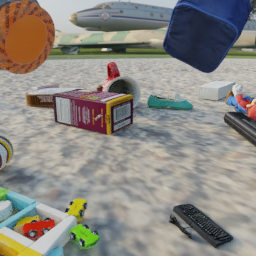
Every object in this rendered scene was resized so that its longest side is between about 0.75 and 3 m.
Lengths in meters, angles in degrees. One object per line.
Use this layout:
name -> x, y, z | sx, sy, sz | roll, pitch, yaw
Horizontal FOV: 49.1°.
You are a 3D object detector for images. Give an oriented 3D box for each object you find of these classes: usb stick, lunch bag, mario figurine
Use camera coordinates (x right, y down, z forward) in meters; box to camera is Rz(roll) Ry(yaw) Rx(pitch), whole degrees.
usb stick -> 3.665, 0.081, 8.249 | 0.814, 0.479, 2.936 | 5, 18, -4
lunch bag -> 1.464, -1.950, 5.150 | 1.193, 1.162, 1.756 | 29, -15, 4
mario figurine -> 4.591, -0.903, 9.988 | 1.503, 1.291, 2.435 | -3, 17, -8

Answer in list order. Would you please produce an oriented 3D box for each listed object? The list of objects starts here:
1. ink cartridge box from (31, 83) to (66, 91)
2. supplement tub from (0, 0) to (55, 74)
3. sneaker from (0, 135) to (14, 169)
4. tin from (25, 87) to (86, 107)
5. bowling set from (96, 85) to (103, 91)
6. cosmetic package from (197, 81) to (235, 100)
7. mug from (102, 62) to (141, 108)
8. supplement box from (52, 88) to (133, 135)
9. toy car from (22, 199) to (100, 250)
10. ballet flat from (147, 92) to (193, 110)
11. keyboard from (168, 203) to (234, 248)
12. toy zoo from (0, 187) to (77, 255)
ink cartridge box -> -4.304, -2.199, 15.187 | 1.219, 0.306, 1.405 | 0, 14, 42
supplement tub -> -2.664, -2.086, 5.147 | 2.543, 1.558, 1.558 | 34, 31, 20
sneaker -> -3.948, 0.541, 5.967 | 2.662, 0.998, 1.200 | -1, 12, 0
tin -> -3.138, -1.399, 12.396 | 2.961, 0.620, 1.658 | 2, 15, 18
bowling set -> -1.403, -1.231, 11.483 | 0.798, 1.035, 1.486 | -5, 15, -12
cosmetic package -> 4.481, -1.911, 14.076 | 1.026, 0.630, 2.487 | 14, 22, 36
mug -> -0.372, -1.778, 11.916 | 1.412, 1.879, 2.117 | 8, 11, -15
supplement box -> -1.194, -0.634, 9.478 | 2.443, 1.047, 1.348 | 11, 21, 31
toy car -> -0.841, 1.526, 4.165 | 1.063, 0.252, 1.129 | 17, 25, 41
ballet flat -> 1.761, -1.150, 11.666 | 1.936, 0.681, 0.652 | 4, 20, 10
keyboard -> 1.062, 1.517, 4.431 | 0.665, 0.108, 1.047 | -9, 19, -26
toy zoo -> -1.931, 1.550, 4.060 | 2.497, 0.256, 1.638 | 10, 21, 30
